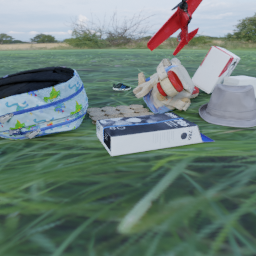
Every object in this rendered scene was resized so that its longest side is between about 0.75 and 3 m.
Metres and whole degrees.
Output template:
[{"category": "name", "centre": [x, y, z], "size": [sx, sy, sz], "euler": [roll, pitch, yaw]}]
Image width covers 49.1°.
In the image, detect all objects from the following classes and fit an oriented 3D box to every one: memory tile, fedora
[{"category": "memory tile", "centre": [-0.263, -0.451, 8.925], "size": [1.976, 0.166, 1.515], "euler": [-5, 20, -17]}, {"category": "fedora", "centre": [3.284, -0.857, 8.775], "size": [2.011, 1.027, 2.274], "euler": [10, 21, 26]}]

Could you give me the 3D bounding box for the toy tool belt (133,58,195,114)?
[{"category": "toy tool belt", "centre": [1.082, -1.166, 9.203], "size": [1.815, 1.844, 2.954], "euler": [-31, 2, 24]}]

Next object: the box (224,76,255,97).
[{"category": "box", "centre": [4.555, -1.653, 11.401], "size": [0.968, 0.833, 0.973], "euler": [-7, 20, -20]}]

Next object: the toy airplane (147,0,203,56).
[{"category": "toy airplane", "centre": [1.534, -2.855, 7.879], "size": [0.460, 2.502, 2.502], "euler": [44, 34, 13]}]

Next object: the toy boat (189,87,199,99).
[{"category": "toy boat", "centre": [2.203, -1.675, 11.256], "size": [0.966, 0.968, 1.481], "euler": [16, 24, 40]}]

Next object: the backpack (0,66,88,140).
[{"category": "backpack", "centre": [-2.359, -0.688, 7.193], "size": [2.625, 2.018, 2.141], "euler": [-25, 20, 10]}]

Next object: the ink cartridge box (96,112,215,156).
[{"category": "ink cartridge box", "centre": [0.669, 0.061, 6.903], "size": [2.678, 0.525, 1.332], "euler": [-6, 19, -20]}]

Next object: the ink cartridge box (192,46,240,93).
[{"category": "ink cartridge box", "centre": [3.813, -2.503, 12.042], "size": [0.960, 1.700, 2.316], "euler": [37, 27, 18]}]

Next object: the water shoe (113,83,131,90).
[{"category": "water shoe", "centre": [-0.270, -1.934, 12.994], "size": [0.875, 0.345, 0.313], "euler": [-5, 20, -15]}]
